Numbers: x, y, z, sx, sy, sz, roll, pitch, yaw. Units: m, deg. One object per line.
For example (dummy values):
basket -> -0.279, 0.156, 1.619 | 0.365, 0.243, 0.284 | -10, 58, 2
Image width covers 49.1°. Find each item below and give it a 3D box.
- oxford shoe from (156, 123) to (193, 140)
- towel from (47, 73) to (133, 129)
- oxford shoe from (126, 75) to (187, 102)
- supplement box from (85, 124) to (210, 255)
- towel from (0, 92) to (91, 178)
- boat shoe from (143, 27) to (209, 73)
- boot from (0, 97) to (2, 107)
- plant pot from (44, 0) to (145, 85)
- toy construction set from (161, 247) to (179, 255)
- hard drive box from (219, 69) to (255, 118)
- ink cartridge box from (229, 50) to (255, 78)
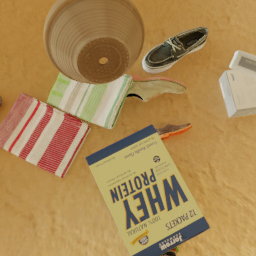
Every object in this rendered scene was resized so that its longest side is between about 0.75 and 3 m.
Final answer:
oxford shoe -> 1.578, 0.015, 9.641 | 1.286, 0.459, 0.469 | -18, 70, -5
towel -> -1.372, -1.291, 9.699 | 2.654, 0.407, 1.980 | 21, 85, 14
oxford shoe -> 0.854, -1.302, 9.873 | 2.394, 0.847, 0.884 | 5, 78, 12
supplement box -> 0.412, 1.873, 7.834 | 1.912, 2.845, 2.848 | -26, 76, -7
towel -> -2.987, 0.199, 9.650 | 2.862, 0.326, 2.062 | 25, 76, 7
boat shoe -> 1.713, -2.991, 10.230 | 2.704, 0.959, 0.975 | -32, 76, -9
boot -> -4.909, -0.349, 9.731 | 1.603, 0.553, 1.720 | 42, 74, 9
plant pot -> -0.780, -2.116, 7.425 | 2.785, 2.785, 1.286 | -15, 48, -4
toy construction set -> 1.022, 4.283, 7.860 | 1.403, 1.683, 1.293 | -27, 80, 1
hard drive box -> 4.442, -1.324, 9.847 | 1.990, 0.764, 1.551 | -8, 74, -2
ink cartridge box -> 3.088, -1.311, 6.392 | 1.484, 1.854, 0.438 | 23, 108, 11
